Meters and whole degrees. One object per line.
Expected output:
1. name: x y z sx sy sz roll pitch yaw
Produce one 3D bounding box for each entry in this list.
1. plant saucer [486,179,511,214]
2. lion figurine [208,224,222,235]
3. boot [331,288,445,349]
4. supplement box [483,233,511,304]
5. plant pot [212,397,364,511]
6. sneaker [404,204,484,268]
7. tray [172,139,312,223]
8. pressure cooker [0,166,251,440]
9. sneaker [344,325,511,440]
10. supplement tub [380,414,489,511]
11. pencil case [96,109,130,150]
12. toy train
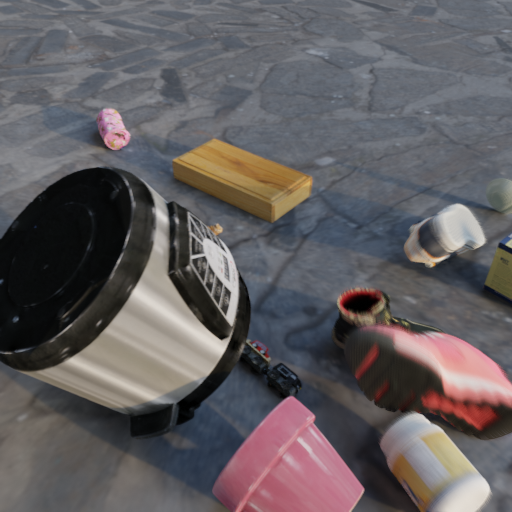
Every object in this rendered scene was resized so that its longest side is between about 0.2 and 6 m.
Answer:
1. plant saucer: 5.518 -1.298 12.560 0.221 0.880 0.880 -36 50 -26
2. lion figurine: -1.084 -0.465 12.046 0.430 0.254 0.702 32 62 24
3. boot: 2.150 1.121 8.937 1.895 1.431 0.684 5 61 11
4. supplement box: 5.017 0.285 10.309 0.768 1.143 1.144 -30 47 -32
5. plant pot: 0.480 2.803 6.975 1.401 1.565 1.565 38 50 18
6. sneaker: 3.728 -0.403 11.198 2.546 1.011 0.998 -7 69 -53
7. tray: -0.376 -1.921 13.594 3.138 0.581 1.548 27 46 29
8. pressure cooker: -1.742 0.692 8.124 3.005 3.364 2.959 27 78 43
9. sneaker: 2.493 1.623 8.166 2.958 1.090 1.283 26 34 -15
10. supplement tub: 2.294 2.793 7.338 0.884 0.884 1.222 -16 40 -20
11. pencil case: -3.994 -3.545 15.589 0.690 0.660 1.594 29 18 -39
12. toy train: -0.010 1.627 9.264 0.461 0.344 2.014 -26 46 -34
